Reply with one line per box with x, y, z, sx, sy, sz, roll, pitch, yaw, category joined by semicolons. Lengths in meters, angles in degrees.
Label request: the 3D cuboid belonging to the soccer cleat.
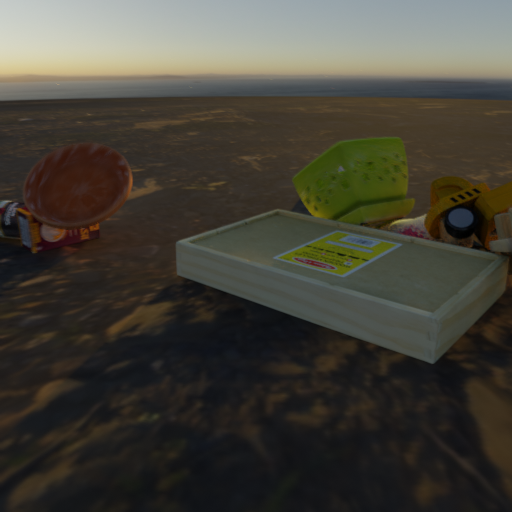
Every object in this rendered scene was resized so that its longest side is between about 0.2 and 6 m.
3.339;-0.597;9.789;2.000;0.863;0.699;6;20;18;soccer cleat

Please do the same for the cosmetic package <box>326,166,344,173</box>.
2.304;-2.463;15.819;0.891;0.318;0.452;15;24;36;cosmetic package

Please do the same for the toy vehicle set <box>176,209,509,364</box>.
1.156;0.154;8.134;4.119;0.546;2.559;16;25;37;toy vehicle set

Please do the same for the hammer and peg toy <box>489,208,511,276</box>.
4.029;-0.267;6.852;1.935;0.927;2.630;-10;-2;15;hammer and peg toy

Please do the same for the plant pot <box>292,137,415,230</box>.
1.784;-1.120;9.923;1.534;1.392;1.526;-10;-12;-32;plant pot

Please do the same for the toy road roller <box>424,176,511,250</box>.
3.482;-0.774;8.910;1.653;1.016;1.206;-22;54;2;toy road roller

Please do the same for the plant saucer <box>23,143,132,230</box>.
-3.004;-1.170;9.509;1.800;0.290;1.800;-1;57;2;plant saucer

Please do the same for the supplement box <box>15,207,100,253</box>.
-3.489;-0.567;9.937;1.274;0.703;0.546;-17;26;-38;supplement box

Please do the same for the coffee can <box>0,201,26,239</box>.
-4.482;-0.656;10.195;0.952;0.697;0.697;5;20;15;coffee can
